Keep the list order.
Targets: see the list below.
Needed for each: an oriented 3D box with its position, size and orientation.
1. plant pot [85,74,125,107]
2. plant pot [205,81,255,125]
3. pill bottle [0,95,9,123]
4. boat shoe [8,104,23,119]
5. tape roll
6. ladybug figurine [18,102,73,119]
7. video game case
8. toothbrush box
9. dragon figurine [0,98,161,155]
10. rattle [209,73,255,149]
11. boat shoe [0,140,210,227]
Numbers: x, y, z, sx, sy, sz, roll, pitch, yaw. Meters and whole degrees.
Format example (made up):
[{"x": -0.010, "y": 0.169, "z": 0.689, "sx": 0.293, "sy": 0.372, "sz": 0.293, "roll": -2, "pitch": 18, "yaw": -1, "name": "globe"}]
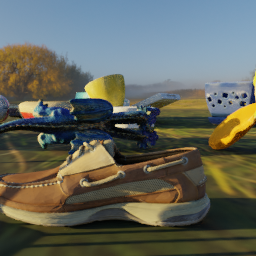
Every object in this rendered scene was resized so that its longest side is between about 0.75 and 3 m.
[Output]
[{"x": -0.691, "y": -1.150, "z": 10.053, "sx": 1.467, "sy": 1.041, "sz": 1.467, "roll": -18, "pitch": -8, "yaw": -2, "name": "plant pot"}, {"x": 3.587, "y": -0.805, "z": 9.425, "sx": 1.586, "sy": 1.426, "sz": 1.586, "roll": 3, "pitch": 6, "yaw": 38, "name": "plant pot"}, {"x": -5.173, "y": -0.653, "z": 9.768, "sx": 1.066, "sy": 1.066, "sz": 1.880, "roll": 2, "pitch": 5, "yaw": 18, "name": "pill bottle"}, {"x": -3.861, "y": -0.448, "z": 10.706, "sx": 0.571, "sy": 0.515, "sz": 1.588, "roll": -4, "pitch": -17, "yaw": 31, "name": "boat shoe"}, {"x": -0.058, "y": -0.358, "z": 8.894, "sx": 1.796, "sy": 0.628, "sz": 1.796, "roll": 0, "pitch": 5, "yaw": 0, "name": "tape roll"}, {"x": -2.600, "y": -0.469, "z": 9.153, "sx": 2.195, "sy": 0.789, "sz": 1.490, "roll": 3, "pitch": 6, "yaw": 30, "name": "ladybug figurine"}, {"x": 0.722, "y": -0.827, "z": 11.560, "sx": 2.443, "sy": 0.280, "sz": 2.223, "roll": -22, "pitch": -6, "yaw": 28, "name": "video game case"}, {"x": -1.341, "y": -1.161, "z": 14.375, "sx": 2.326, "sy": 0.992, "sz": 1.703, "roll": 5, "pitch": -8, "yaw": 35, "name": "toothbrush box"}, {"x": -0.652, "y": -0.026, "z": 3.953, "sx": 1.322, "sy": 0.782, "sz": 2.658, "roll": 4, "pitch": 5, "yaw": 44, "name": "dragon figurine"}, {"x": 2.641, "y": 0.216, "z": 3.470, "sx": 2.657, "sy": 1.898, "sz": 1.730, "roll": 15, "pitch": 37, "yaw": -1, "name": "rattle"}, {"x": -0.175, "y": 0.304, "z": 1.777, "sx": 1.353, "sy": 0.486, "sz": 0.512, "roll": 0, "pitch": 5, "yaw": -2, "name": "boat shoe"}]
